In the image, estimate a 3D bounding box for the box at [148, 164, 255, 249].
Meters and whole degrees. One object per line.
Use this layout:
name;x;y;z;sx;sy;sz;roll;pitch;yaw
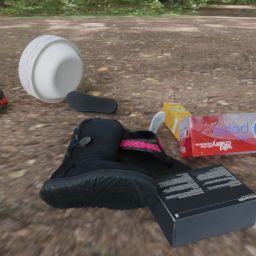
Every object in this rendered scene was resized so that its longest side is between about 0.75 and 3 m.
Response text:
box;1.235;1.261;4.806;1.569;0.619;1.107;-8;24;-16

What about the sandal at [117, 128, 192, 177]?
sandal;0.162;0.341;6.336;1.106;0.664;2.945;-12;33;-44

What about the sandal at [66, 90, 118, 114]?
sandal;-1.178;-0.746;9.029;1.776;0.668;0.425;14;-13;15

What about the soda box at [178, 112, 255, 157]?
soda box;2.549;0.145;6.463;2.621;0.918;0.831;-3;-7;-7

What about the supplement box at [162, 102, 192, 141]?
supplement box;1.432;-0.204;7.806;0.548;0.566;1.646;3;22;-14

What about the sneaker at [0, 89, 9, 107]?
sneaker;-4.330;-0.874;8.582;0.620;0.857;1.754;-14;19;7

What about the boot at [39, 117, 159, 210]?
boot;-0.383;0.499;5.178;2.267;0.866;1.905;-11;37;28

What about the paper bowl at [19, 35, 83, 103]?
paper bowl;-2.395;-1.895;9.406;1.147;2.205;2.205;26;35;28

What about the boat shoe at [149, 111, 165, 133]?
boat shoe;0.721;-0.173;7.218;0.282;0.767;0.256;20;37;-13
